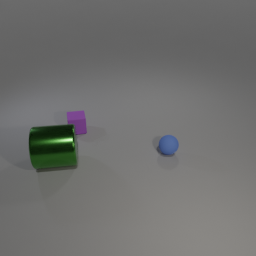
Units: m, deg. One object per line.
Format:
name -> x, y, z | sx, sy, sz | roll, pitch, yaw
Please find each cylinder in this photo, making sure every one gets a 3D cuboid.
cylinder -> -2.419, 0.604, 9.288 | 1.400, 1.400, 1.400 | -5, 33, -7

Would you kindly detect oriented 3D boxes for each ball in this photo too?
ball -> 1.430, 0.589, 9.845 | 0.700, 0.700, 0.700 | 0, 33, 0

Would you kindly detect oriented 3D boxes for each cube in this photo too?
cube -> -2.046, -0.213, 11.179 | 0.700, 0.700, 0.700 | -7, 33, -11
